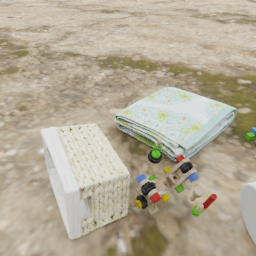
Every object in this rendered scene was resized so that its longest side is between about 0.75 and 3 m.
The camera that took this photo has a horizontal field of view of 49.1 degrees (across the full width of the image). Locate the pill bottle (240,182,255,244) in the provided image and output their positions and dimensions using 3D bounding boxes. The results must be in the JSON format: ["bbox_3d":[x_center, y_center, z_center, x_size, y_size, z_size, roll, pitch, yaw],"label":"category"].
[{"bbox_3d":[3.451,1.321,4.830,2.607,1.491,1.491,-9,35,-2],"label":"pill bottle"}]

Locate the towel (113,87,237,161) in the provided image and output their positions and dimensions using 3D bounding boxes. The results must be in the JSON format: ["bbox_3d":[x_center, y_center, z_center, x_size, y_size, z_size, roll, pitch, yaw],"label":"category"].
[{"bbox_3d":[1.368,-0.319,8.077,2.447,0.688,2.858,30,44,35],"label":"towel"}]

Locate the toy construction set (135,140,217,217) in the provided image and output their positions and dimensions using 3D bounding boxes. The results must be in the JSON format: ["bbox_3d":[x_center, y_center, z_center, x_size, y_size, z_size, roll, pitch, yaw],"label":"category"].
[{"bbox_3d":[0.783,1.211,5.260,1.424,1.094,1.188,31,51,13],"label":"toy construction set"}]

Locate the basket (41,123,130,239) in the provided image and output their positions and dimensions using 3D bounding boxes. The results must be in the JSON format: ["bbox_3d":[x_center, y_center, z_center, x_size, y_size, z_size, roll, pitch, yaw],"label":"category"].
[{"bbox_3d":[-0.891,0.910,5.670,1.235,1.357,2.001,-13,37,-23],"label":"basket"}]

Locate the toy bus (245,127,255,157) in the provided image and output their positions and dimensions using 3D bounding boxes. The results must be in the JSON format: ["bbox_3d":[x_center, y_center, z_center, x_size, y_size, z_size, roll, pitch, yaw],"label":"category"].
[{"bbox_3d":[3.833,0.234,7.279,1.195,0.655,1.267,1,34,2],"label":"toy bus"}]
